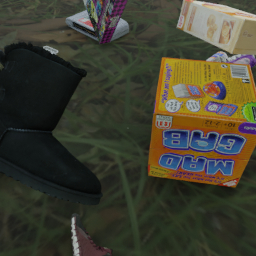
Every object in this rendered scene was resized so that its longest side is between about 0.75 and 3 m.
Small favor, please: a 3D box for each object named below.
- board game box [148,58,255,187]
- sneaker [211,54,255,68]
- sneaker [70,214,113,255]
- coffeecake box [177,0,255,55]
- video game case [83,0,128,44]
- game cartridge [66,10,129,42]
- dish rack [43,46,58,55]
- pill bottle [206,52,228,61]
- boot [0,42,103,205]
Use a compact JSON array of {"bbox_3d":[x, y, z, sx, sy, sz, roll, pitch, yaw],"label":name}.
[{"bbox_3d":[1.835,-0.180,7.329,2.292,2.293,2.294,7,45,7],"label":"board game box"},{"bbox_3d":[3.890,-2.046,10.233,2.450,0.986,1.083,-18,69,-31],"label":"sneaker"},{"bbox_3d":[-0.772,2.505,5.987,0.833,0.546,1.443,-6,55,-13],"label":"sneaker"},{"bbox_3d":[2.915,-2.922,8.086,1.859,0.885,2.421,-7,35,-29],"label":"coffeecake box"},{"bbox_3d":[-0.879,-4.514,8.987,0.504,2.815,2.552,-17,83,-19],"label":"video game case"},{"bbox_3d":[-1.400,-4.980,13.418,2.790,0.570,1.857,33,50,28],"label":"game cartridge"},{"bbox_3d":[-3.476,-3.048,11.681,0.837,0.212,0.975,27,51,25],"label":"dish rack"},{"bbox_3d":[3.349,-2.488,10.842,0.602,0.602,1.074,35,54,30],"label":"pill bottle"},{"bbox_3d":[-1.366,-0.120,4.940,2.697,0.998,2.210,22,84,6],"label":"boot"}]
